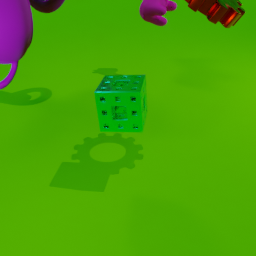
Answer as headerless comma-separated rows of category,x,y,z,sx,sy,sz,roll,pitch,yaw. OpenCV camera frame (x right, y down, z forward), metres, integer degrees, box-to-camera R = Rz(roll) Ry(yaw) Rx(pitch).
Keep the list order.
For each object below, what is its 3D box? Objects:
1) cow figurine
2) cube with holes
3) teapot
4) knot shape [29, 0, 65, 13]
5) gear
cow figurine,0.677,-3.929,8.541,1.607,0.896,1.633,22,68,20
cube with holes,-0.085,-0.443,4.938,0.756,0.756,0.756,1,31,10
teapot,-1.811,-1.440,3.434,0.960,1.961,1.219,-20,15,-37
knot shape,-1.946,-3.769,6.868,2.074,1.941,0.958,24,45,-38
gear,1.257,-2.275,4.656,1.500,0.277,1.500,20,44,-21
